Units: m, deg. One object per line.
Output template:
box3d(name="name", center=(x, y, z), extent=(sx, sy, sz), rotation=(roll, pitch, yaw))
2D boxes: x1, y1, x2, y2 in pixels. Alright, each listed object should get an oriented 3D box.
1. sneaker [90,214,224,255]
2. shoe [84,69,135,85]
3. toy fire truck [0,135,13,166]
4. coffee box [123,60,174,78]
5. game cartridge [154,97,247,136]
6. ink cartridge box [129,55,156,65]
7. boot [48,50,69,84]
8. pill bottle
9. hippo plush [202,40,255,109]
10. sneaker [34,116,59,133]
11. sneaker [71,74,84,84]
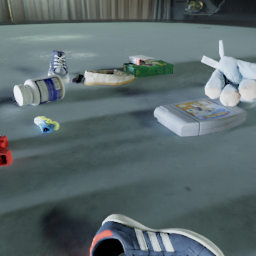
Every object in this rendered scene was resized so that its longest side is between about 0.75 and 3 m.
box3d(name="sneaker", center=(0.321, 1.787, 3.800), extent=(1.866, 0.700, 0.789), rotation=(2, 22, 28))
box3d(name="shoe", center=(-0.792, -2.249, 12.273), extent=(2.247, 0.600, 0.786), rotation=(-4, 26, -7))
box3d(name="toy fire truck", center=(-3.407, 0.525, 6.779), extent=(1.403, 0.342, 0.989), rotation=(0, 26, 1))
box3d(name="coffee box", center=(0.991, -2.952, 13.880), extent=(2.190, 0.482, 1.347), rotation=(-11, 27, -22))
box3d(name="game cartridge", center=(2.290, -0.392, 8.589), extent=(2.508, 0.521, 1.670), rotation=(-12, 24, -24))
box3d(name="ink cartridge box", center=(0.691, -3.266, 13.562), extent=(0.727, 0.336, 1.334), rotation=(-15, 29, -30))
box3d(name="boot", center=(-3.157, -2.809, 12.653), extent=(0.919, 1.141, 2.526), rotation=(1, 23, -23))
box3d(name="pill bottle", center=(-3.136, -1.312, 9.934), extent=(1.562, 0.935, 0.935), rotation=(-21, 32, -37))
box3d(name="hippo plush", center=(3.441, -1.321, 9.364), extent=(1.791, 1.808, 2.249), rotation=(-44, 55, -2))
box3d(name="sneaker", center=(-2.447, -0.092, 8.091), extent=(0.862, 0.326, 0.453), rotation=(12, 28, 21))
box3d(name="sneaker", center=(-2.178, -2.157, 12.544), extent=(0.341, 0.295, 0.780), rotation=(25, 38, 19))
